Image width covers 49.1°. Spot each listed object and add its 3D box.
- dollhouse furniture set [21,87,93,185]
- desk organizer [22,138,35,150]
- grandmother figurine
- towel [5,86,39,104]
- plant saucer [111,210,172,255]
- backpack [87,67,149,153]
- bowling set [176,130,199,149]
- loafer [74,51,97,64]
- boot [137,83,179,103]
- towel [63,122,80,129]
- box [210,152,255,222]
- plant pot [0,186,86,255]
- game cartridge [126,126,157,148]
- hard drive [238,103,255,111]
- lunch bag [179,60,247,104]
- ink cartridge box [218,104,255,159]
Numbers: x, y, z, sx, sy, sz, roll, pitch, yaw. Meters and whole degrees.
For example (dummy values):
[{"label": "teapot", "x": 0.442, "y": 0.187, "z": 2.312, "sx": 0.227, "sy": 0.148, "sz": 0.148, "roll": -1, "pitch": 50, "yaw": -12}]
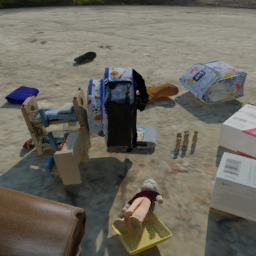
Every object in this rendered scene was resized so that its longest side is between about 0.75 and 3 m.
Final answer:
[{"label": "dollhouse furniture set", "x": -2.393, "y": 0.209, "z": 8.965, "sx": 1.958, "sy": 1.947, "sz": 2.778, "roll": -8, "pitch": 29, "yaw": 7}, {"label": "desk organizer", "x": -3.547, "y": 0.423, "z": 10.509, "sx": 0.344, "sy": 0.321, "sz": 0.894, "roll": 17, "pitch": 34, "yaw": 18}, {"label": "grandmother figurine", "x": 0.384, "y": 1.961, "z": 7.401, "sx": 1.210, "sy": 0.604, "sz": 1.996, "roll": -9, "pitch": 15, "yaw": 22}, {"label": "towel", "x": -5.260, "y": -1.623, "z": 14.035, "sx": 1.109, "sy": 0.372, "sz": 1.502, "roll": 12, "pitch": 32, "yaw": 7}, {"label": "plant saucer", "x": 0.305, "y": 2.556, "z": 6.809, "sx": 1.151, "sy": 0.279, "sz": 1.151, "roll": -13, "pitch": 22, "yaw": -21}, {"label": "backpack", "x": -0.406, "y": -0.808, "z": 9.501, "sx": 1.976, "sy": 2.565, "sz": 2.443, "roll": 9, "pitch": 50, "yaw": -1}, {"label": "bowling set", "x": 2.048, "y": 0.307, "z": 10.502, "sx": 1.033, "sy": 0.555, "sz": 0.719, "roll": -17, "pitch": 35, "yaw": -27}, {"label": "loafer", "x": -2.980, "y": -4.920, "z": 19.381, "sx": 0.551, "sy": 0.629, "sz": 1.752, "roll": 19, "pitch": 37, "yaw": 40}, {"label": "boot", "x": 1.387, "y": -1.700, "z": 13.734, "sx": 1.913, "sy": 0.734, "sz": 1.485, "roll": 15, "pitch": 33, "yaw": 25}, {"label": "towel", "x": -2.157, "y": -0.029, "z": 10.936, "sx": 0.772, "sy": 0.138, "sz": 0.801, "roll": 0, "pitch": 42, "yaw": -7}, {"label": "box", "x": 3.096, "y": 1.591, "z": 7.753, "sx": 1.304, "sy": 1.117, "sz": 1.297, "roll": 15, "pitch": 34, "yaw": 21}, {"label": "plant pot", "x": -2.381, "y": 2.352, "z": 5.180, "sx": 2.816, "sy": 2.844, "sz": 2.844, "roll": 11, "pitch": 31, "yaw": 1}, {"label": "game cartridge", "x": 0.213, "y": 0.300, "z": 10.767, "sx": 1.758, "sy": 0.356, "sz": 1.172, "roll": 3, "pitch": 27, "yaw": 5}, {"label": "hard drive", "x": 5.746, "y": -0.576, "z": 12.209, "sx": 1.103, "sy": 0.346, "sz": 1.636, "roll": -26, "pitch": 39, "yaw": -36}, {"label": "lunch bag", "x": 4.158, "y": -2.319, "z": 13.963, "sx": 2.570, "sy": 1.634, "sz": 2.180, "roll": -15, "pitch": 34, "yaw": -12}, {"label": "ink cartridge box", "x": 4.687, "y": 0.075, "z": 10.496, "sx": 1.630, "sy": 0.950, "sz": 2.252, "roll": 24, "pitch": 38, "yaw": 35}]
